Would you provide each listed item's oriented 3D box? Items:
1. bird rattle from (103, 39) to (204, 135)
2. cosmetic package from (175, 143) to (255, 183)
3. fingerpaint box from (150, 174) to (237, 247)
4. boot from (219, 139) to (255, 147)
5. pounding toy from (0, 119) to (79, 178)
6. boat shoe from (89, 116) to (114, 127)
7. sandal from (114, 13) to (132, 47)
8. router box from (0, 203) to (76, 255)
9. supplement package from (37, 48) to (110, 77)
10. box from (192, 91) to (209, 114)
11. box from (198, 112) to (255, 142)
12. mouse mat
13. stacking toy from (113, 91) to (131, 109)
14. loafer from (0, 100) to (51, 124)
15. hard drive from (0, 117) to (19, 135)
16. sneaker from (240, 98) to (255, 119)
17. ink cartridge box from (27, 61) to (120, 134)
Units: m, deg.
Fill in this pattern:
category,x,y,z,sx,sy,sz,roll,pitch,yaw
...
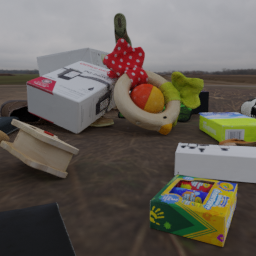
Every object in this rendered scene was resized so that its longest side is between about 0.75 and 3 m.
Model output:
category,x,y,z,sx,sy,sz,roll,pitch,yaw
bird rattle,0.555,-1.058,7.630,2.892,1.629,2.358,32,48,-12
cosmetic package,1.584,0.522,4.334,1.651,0.418,0.682,3,12,14
fingerpaint box,0.737,0.817,3.020,0.734,0.323,0.880,6,12,28
boot,2.262,0.368,5.288,1.068,0.394,0.826,5,7,11
pounding toy,-1.590,0.472,4.613,1.669,0.958,0.955,21,-7,38
boat shoe,-1.056,-0.305,8.611,1.359,0.451,0.503,5,12,25
sandal,-0.274,-3.536,10.600,0.617,1.553,0.443,-10,14,14
router box,-1.240,1.066,0.867,2.364,0.617,1.859,-4,12,-22
supplement package,-1.934,-1.999,11.948,2.256,2.272,2.994,-6,9,15
box,1.996,-1.173,11.987,1.704,0.952,2.415,-8,13,-25
box,2.622,-0.041,7.111,1.235,0.483,2.025,0,11,-1
mouse mat,1.134,-1.009,10.301,2.666,0.100,2.145,5,45,22
stacking toy,-0.227,-1.085,12.520,1.206,0.881,0.881,-16,-2,41
loafer,-2.656,-0.471,8.823,2.466,0.900,0.875,-11,24,-25
hard drive,-3.830,0.078,6.743,1.628,0.384,2.334,0,11,-2
sneaker,4.280,-0.521,8.765,0.921,0.849,2.302,-5,12,-18
ink cartridge box,-1.429,-1.045,8.263,1.771,1.017,2.439,21,35,20
